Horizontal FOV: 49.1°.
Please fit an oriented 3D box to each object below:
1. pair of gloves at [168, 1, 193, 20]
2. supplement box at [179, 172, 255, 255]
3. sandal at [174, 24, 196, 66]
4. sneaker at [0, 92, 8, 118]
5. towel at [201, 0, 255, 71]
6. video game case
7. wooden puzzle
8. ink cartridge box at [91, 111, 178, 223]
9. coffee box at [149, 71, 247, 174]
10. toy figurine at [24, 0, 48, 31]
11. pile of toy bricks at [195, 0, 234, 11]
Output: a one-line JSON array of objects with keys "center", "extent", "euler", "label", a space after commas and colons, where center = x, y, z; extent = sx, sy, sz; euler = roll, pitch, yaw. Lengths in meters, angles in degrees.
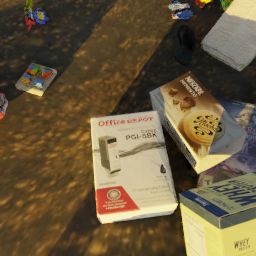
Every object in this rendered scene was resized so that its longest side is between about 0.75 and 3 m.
[{"center": [1.814, -4.074, 9.661], "extent": [0.748, 0.106, 0.931], "euler": [-6, 62, -4], "label": "pair of gloves"}, {"center": [2.084, 1.963, 4.929], "extent": [1.845, 1.239, 1.843], "euler": [-11, 97, -17], "label": "supplement box"}, {"center": [1.814, -2.613, 8.496], "extent": [0.688, 0.438, 1.831], "euler": [19, 53, -11], "label": "sandal"}, {"center": [-4.162, -1.012, 7.484], "extent": [1.399, 0.886, 2.488], "euler": [-30, 72, -11], "label": "sneaker"}, {"center": [3.455, -2.993, 8.382], "extent": [1.575, 0.410, 2.376], "euler": [37, 91, 20], "label": "towel"}, {"center": [2.916, 0.598, 6.944], "extent": [2.059, 0.273, 2.882], "euler": [13, 62, 8], "label": "video game case"}, {"center": [-2.669, -1.460, 8.121], "extent": [0.885, 0.221, 0.955], "euler": [18, 62, 9], "label": "wooden puzzle"}, {"center": [0.054, 0.834, 6.403], "extent": [1.672, 0.944, 2.278], "euler": [-7, 61, -3], "label": "ink cartridge box"}, {"center": [1.604, -0.186, 6.815], "extent": [1.244, 0.878, 2.200], "euler": [-28, 57, -5], "label": "coffee box"}, {"center": [-3.026, -3.736, 9.378], "extent": [0.675, 0.594, 1.126], "euler": [0, 59, -33], "label": "toy figurine"}, {"center": [3.307, -4.444, 9.417], "extent": [2.111, 1.171, 1.042], "euler": [-28, 104, -4], "label": "pile of toy bricks"}]
